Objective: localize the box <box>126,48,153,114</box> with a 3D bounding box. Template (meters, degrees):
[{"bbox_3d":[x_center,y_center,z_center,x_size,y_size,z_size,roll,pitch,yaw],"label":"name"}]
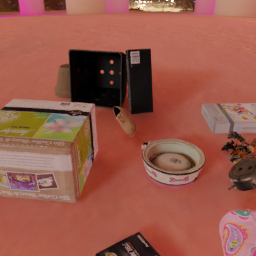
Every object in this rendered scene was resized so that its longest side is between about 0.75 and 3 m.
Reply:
[{"bbox_3d":[0.465,-2.040,11.957,1.016,2.576,1.818,-5,16,-4],"label":"box"}]

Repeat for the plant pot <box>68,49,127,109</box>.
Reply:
[{"bbox_3d":[-1.194,-2.585,13.752,2.581,2.587,2.295,7,22,15],"label":"plant pot"}]

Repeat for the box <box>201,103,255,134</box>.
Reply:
[{"bbox_3d":[4.594,-0.440,11.795,2.520,0.519,1.965,1,29,-1],"label":"box"}]

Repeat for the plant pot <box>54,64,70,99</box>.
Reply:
[{"bbox_3d":[-3.003,-2.501,14.574,1.699,1.482,1.699,1,28,-1],"label":"plant pot"}]

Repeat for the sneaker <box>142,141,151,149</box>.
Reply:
[{"bbox_3d":[0.866,0.635,10.020,0.755,0.320,0.275,4,27,5],"label":"sneaker"}]

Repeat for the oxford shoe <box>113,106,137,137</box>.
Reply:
[{"bbox_3d":[-0.180,-0.265,10.937,0.597,0.573,1.619,24,22,-41],"label":"oxford shoe"}]

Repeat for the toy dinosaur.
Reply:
[{"bbox_3d":[3.896,0.756,9.586,1.151,0.866,1.695,40,27,30],"label":"toy dinosaur"}]

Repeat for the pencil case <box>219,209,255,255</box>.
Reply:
[{"bbox_3d":[2.493,2.826,5.013,1.277,1.277,2.922,3,28,5],"label":"pencil case"}]

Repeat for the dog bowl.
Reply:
[{"bbox_3d":[1.389,1.112,8.738,1.923,0.709,1.923,0,28,0],"label":"dog bowl"}]

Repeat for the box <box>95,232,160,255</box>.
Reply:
[{"bbox_3d":[0.095,2.896,5.908,1.179,0.295,1.188,-18,34,-28],"label":"box"}]

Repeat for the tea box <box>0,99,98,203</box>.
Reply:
[{"bbox_3d":[-2.611,0.549,8.487,2.850,1.904,2.804,3,30,5],"label":"tea box"}]

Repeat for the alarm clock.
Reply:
[{"bbox_3d":[3.545,1.220,8.196,1.045,0.516,1.550,-20,17,49],"label":"alarm clock"}]
